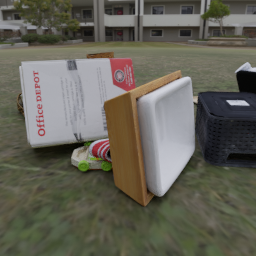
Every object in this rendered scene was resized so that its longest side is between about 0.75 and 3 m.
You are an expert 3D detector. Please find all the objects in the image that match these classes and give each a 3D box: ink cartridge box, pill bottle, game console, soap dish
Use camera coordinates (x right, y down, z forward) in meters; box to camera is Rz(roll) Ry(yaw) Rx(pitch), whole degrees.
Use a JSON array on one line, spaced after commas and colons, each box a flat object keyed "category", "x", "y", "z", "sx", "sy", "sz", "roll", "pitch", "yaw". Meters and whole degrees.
[{"category": "ink cartridge box", "x": -1.306, "y": -0.687, "z": 7.760, "sx": 2.943, "sy": 2.160, "sz": 1.220, "roll": -6, "pitch": -3, "yaw": -17}, {"category": "pill bottle", "x": 4.849, "y": -1.705, "z": 10.695, "sx": 0.840, "sy": 1.611, "sz": 0.840, "roll": -41, "pitch": 0, "yaw": 0}, {"category": "game console", "x": 5.454, "y": -0.975, "z": 9.334, "sx": 2.579, "sy": 1.707, "sz": 2.933, "roll": -11, "pitch": 22, "yaw": -37}, {"category": "soap dish", "x": 0.595, "y": 0.014, "z": 6.163, "sx": 1.127, "sy": 2.183, "sz": 2.775, "roll": 2, "pitch": 18, "yaw": 29}]

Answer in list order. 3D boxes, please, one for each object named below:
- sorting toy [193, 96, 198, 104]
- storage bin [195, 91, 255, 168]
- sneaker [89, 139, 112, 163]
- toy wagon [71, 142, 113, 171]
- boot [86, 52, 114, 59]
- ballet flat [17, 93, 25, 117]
[{"category": "sorting toy", "x": 3.347, "y": -1.168, "z": 12.096, "sx": 2.209, "sy": 0.325, "sz": 1.633, "roll": -5, "pitch": 21, "yaw": -15}, {"category": "storage bin", "x": 2.955, "y": -0.104, "z": 7.749, "sx": 1.858, "sy": 1.288, "sz": 2.748, "roll": 2, "pitch": 21, "yaw": 6}, {"category": "sneaker", "x": -0.078, "y": 0.404, "z": 6.626, "sx": 1.521, "sy": 0.542, "sz": 0.856, "roll": -21, "pitch": 18, "yaw": -29}, {"category": "toy wagon", "x": -0.588, "y": 0.704, "z": 6.934, "sx": 1.547, "sy": 0.306, "sz": 1.200, "roll": 0, "pitch": 20, "yaw": -1}, {"category": "boot", "x": -0.720, "y": -2.180, "z": 12.127, "sx": 2.076, "sy": 2.205, "sz": 0.755, "roll": -4, "pitch": 20, "yaw": -12}, {"category": "ballet flat", "x": -3.534, "y": -0.828, "z": 10.247, "sx": 0.838, "sy": 0.894, "sz": 2.471, "roll": -26, "pitch": 31, "yaw": -26}]
